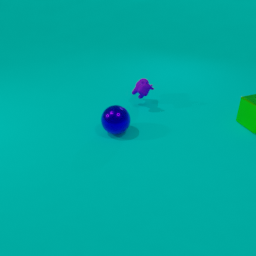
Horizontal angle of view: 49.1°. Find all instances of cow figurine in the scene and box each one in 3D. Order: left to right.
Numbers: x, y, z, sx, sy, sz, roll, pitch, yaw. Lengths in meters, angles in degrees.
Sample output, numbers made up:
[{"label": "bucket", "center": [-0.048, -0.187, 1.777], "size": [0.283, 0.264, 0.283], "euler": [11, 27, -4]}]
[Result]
[{"label": "cow figurine", "center": [0.509, -1.337, 9.019], "size": [0.506, 0.907, 0.921], "euler": [32, 49, -13]}]

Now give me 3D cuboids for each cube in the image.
[{"label": "cube", "center": [3.799, -0.450, 8.143], "size": [0.823, 0.823, 0.823], "euler": [-12, 33, -18]}]

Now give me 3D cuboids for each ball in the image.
[{"label": "ball", "center": [-0.342, -0.230, 7.810], "size": [0.827, 0.827, 0.827], "euler": [0, 33, 0]}]
